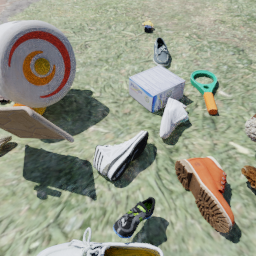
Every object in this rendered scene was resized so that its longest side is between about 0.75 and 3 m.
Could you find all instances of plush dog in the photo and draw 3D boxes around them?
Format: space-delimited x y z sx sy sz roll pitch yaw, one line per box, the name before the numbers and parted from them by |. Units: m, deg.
plush dog | 4.533 0.988 7.261 2.963 2.377 2.545 4 50 47

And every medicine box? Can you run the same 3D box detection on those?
medicine box | 1.057 -1.502 10.457 1.563 0.805 1.424 -27 49 -25

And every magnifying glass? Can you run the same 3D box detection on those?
magnifying glass | 3.041 -1.471 10.823 1.065 0.300 2.676 2 44 2

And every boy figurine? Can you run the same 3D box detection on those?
boy figurine | 1.069 -5.517 15.112 0.663 0.344 1.067 8 42 0

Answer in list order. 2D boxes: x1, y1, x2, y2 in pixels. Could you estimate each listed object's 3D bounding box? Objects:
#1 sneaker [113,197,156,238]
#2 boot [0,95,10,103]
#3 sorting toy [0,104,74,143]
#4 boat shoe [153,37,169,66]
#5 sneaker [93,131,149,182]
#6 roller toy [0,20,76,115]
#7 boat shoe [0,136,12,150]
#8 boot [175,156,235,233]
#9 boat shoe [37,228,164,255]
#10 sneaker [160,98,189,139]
sneaker | 0.164 1.949 6.277 0.485 0.567 1.368 33 35 26
boot | -4.785 -1.163 10.492 0.787 0.276 0.575 -3 43 -5
sorting toy | -2.931 -0.342 7.061 2.192 2.966 0.437 5 70 22
boat shoe | 1.489 -3.473 12.731 0.704 0.597 1.933 -1 43 -1
sneaker | -0.280 0.567 8.280 1.141 0.748 1.983 28 52 24
roller toy | -3.178 -2.042 9.102 2.049 2.675 2.932 20 66 46
boat shoe | -4.060 0.597 8.546 1.151 0.415 0.374 -29 86 -31
boot | 2.235 1.558 7.215 1.196 0.837 2.230 -9 43 -17
boat shoe | -0.622 2.679 5.677 2.813 1.199 1.039 3 43 3
sneaker | 1.587 -0.324 9.343 0.846 0.720 1.913 18 44 4
